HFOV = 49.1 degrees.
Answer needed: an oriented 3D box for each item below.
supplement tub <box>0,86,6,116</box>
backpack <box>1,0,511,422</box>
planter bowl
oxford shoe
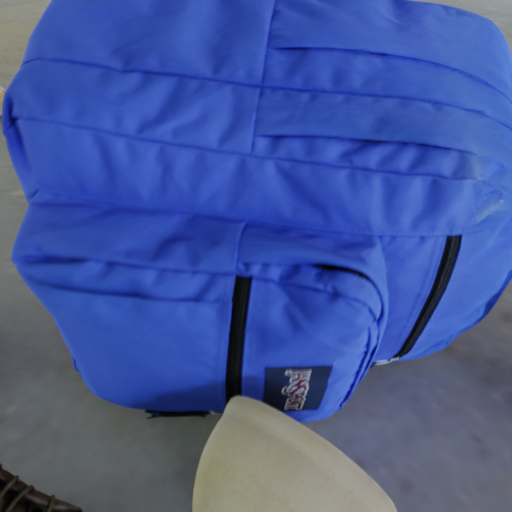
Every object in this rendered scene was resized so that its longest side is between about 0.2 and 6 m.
[{"bbox_3d":[-7.191,-4.027,14.902,0.890,0.890,1.224,-2,33,-3],"label":"supplement tub"},{"bbox_3d":[0.344,-0.379,6.500,5.135,4.173,4.309,3,59,0],"label":"backpack"},{"bbox_3d":[0.132,2.192,4.735,1.727,1.727,1.163,24,60,32],"label":"planter bowl"},{"bbox_3d":[-1.869,2.432,4.345,3.600,1.520,1.308,6,31,6],"label":"oxford shoe"}]
